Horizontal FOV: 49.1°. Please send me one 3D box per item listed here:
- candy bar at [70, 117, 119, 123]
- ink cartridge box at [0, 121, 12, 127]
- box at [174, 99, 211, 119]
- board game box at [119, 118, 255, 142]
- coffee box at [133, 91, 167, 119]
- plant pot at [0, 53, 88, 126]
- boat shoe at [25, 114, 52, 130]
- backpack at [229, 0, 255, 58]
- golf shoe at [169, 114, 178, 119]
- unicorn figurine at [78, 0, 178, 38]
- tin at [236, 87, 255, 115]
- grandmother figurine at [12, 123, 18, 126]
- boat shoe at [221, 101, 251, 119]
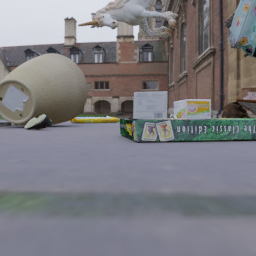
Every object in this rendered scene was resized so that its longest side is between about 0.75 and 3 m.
[{"bbox_3d":[-1.603,-0.403,14.596,2.953,0.327,0.736,-1,2,-33],"label":"candy bar"},{"bbox_3d":[-4.461,-0.143,9.465,0.777,0.184,0.622,2,3,17],"label":"ink cartridge box"},{"bbox_3d":[3.099,-0.785,13.801,1.245,1.122,2.214,0,2,-6],"label":"box"},{"bbox_3d":[1.390,-0.006,4.332,2.888,0.339,1.513,0,0,-9],"label":"board game box"},{"bbox_3d":[0.823,-0.700,10.421,1.209,1.211,1.198,0,2,4],"label":"coffee box"},{"bbox_3d":[-2.974,-1.097,9.125,2.580,2.580,2.755,0,15,10],"label":"plant pot"},{"bbox_3d":[-2.242,-0.089,6.945,0.949,0.347,0.297,-12,-46,41],"label":"boat shoe"},{"bbox_3d":[3.615,-2.752,7.288,1.681,1.928,2.193,17,20,15],"label":"backpack"},{"bbox_3d":[2.181,-0.415,13.235,0.401,0.458,1.040,0,3,-16],"label":"golf shoe"},{"bbox_3d":[0.326,-2.909,6.423,1.857,2.704,0.999,22,-9,3],"label":"unicorn figurine"},{"bbox_3d":[4.351,-0.653,8.435,1.569,0.587,2.802,33,3,-9],"label":"tin"},{"bbox_3d":[-4.014,-0.283,10.914,0.840,0.420,1.386,-22,-6,30],"label":"grandmother figurine"},{"bbox_3d":[4.005,-0.540,10.216,0.909,0.911,2.462,1,2,28],"label":"boat shoe"}]
